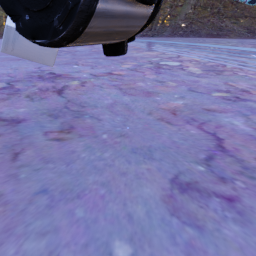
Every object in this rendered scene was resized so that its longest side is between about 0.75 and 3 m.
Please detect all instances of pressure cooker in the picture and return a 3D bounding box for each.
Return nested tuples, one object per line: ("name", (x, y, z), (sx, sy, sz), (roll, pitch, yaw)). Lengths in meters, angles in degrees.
("pressure cooker", (-0.529, -2.245, 4.121), (1.999, 1.968, 2.238), (48, 37, 13))

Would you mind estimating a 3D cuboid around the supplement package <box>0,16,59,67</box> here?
("supplement package", (-2.572, -2.348, 7.497), (1.375, 0.823, 0.834), (13, 39, -25))

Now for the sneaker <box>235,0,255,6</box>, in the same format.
("sneaker", (3.295, -3.729, 7.960), (1.018, 0.396, 0.712), (41, 32, 18))
